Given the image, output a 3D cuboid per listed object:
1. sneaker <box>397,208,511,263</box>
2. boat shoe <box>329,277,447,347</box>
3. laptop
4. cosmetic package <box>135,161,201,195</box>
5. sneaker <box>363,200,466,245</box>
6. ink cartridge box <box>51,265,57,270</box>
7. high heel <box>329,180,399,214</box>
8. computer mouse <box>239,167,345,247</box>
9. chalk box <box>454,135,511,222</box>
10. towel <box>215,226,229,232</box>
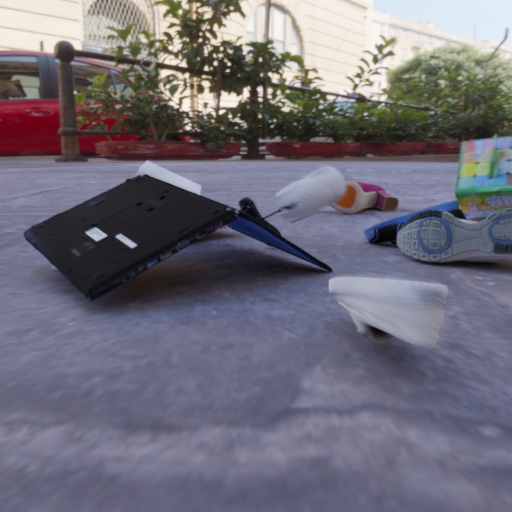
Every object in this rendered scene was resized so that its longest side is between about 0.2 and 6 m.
[{"bbox_3d":[3.481,-0.195,9.094,2.453,0.914,1.068,4,-14,41],"label":"sneaker"},{"bbox_3d":[1.201,0.527,5.409,0.658,0.601,1.829,6,-2,-19],"label":"boat shoe"},{"bbox_3d":[-1.229,-0.083,8.568,3.437,1.775,3.046,-32,32,-24],"label":"laptop"},{"bbox_3d":[-1.764,-1.191,10.831,1.226,0.756,1.230,23,14,-11],"label":"cosmetic package"},{"bbox_3d":[2.885,-0.400,10.278,0.692,0.769,1.974,-14,-3,-45],"label":"sneaker"},{"bbox_3d":[-2.733,-0.113,8.842,0.597,0.600,0.818,8,15,32],"label":"ink cartridge box"},{"bbox_3d":[2.587,-1.746,15.470,2.709,0.912,1.300,-1,21,-30],"label":"high heel"},{"bbox_3d":[0.726,-0.994,10.147,1.919,1.052,0.421,-30,6,5],"label":"computer mouse"},{"bbox_3d":[3.861,-1.194,8.958,1.066,1.072,1.723,1,-29,36],"label":"chalk box"},{"bbox_3d":[-1.421,-0.593,11.481,2.017,0.302,1.476,-21,25,-38],"label":"towel"}]
